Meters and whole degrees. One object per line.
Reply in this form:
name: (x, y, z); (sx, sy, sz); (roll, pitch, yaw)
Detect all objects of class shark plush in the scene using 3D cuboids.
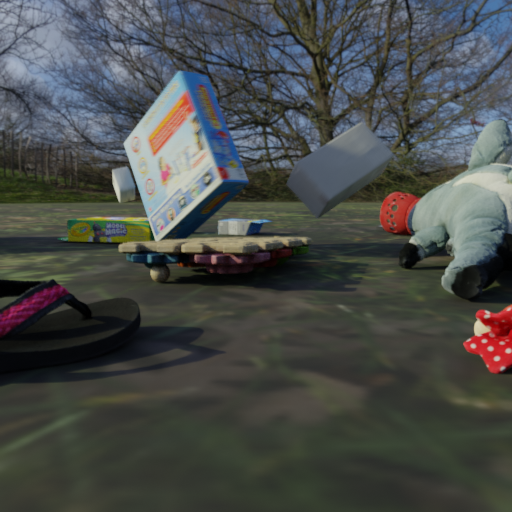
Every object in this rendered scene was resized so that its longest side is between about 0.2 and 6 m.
shark plush: (2.831, -0.109, 7.410); (1.931, 2.107, 4.637); (-19, 20, 23)

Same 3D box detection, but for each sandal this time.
sandal: (-1.634, 0.412, 3.402); (2.170, 0.489, 0.815); (-6, 9, -43)

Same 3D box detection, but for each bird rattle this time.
bird rattle: (1.748, 0.499, 3.556); (0.987, 0.556, 0.805); (-14, -3, -8)

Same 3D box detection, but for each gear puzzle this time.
gear puzzle: (-0.248, -0.007, 7.612); (1.810, 0.458, 3.494); (0, 3, 22)

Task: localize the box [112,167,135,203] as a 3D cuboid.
box: (-2.526, -1.351, 10.686); (0.313, 0.479, 0.477); (-16, -21, -19)

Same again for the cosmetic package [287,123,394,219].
cosmetic package: (1.504, -1.541, 10.029); (1.736, 0.927, 0.783); (-33, -14, -22)

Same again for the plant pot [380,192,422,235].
plant pot: (3.521, -0.942, 13.001); (0.992, 0.992, 0.903); (-4, 15, -32)

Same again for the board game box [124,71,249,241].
board game box: (-1.298, -1.633, 9.708); (0.605, 2.121, 2.166); (-6, -21, -43)

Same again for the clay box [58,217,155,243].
clay box: (-2.882, -0.543, 11.499); (2.083, 0.496, 1.197); (2, 6, 14)

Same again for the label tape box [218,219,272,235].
label tape box: (-0.254, -0.682, 13.368); (1.088, 0.360, 0.780); (5, 9, 24)

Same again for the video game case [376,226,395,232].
video game case: (3.867, -0.696, 14.330); (1.162, 0.148, 1.050); (-4, 8, -28)
